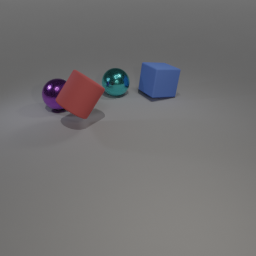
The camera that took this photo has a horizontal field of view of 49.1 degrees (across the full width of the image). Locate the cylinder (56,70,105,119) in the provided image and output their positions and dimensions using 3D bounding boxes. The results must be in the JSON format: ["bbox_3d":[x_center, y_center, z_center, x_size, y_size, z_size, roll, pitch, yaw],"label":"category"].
[{"bbox_3d":[-1.832,-1.287,10.785,1.400,1.400,1.400,32,6,-4],"label":"cylinder"}]

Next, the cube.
[{"bbox_3d":[1.524,-2.398,13.876,1.400,1.400,1.400,-6,27,-28],"label":"cube"}]

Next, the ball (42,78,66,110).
[{"bbox_3d":[-3.104,-1.493,12.449,1.400,1.400,1.400,0,29,0],"label":"ball"}]

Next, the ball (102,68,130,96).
[{"bbox_3d":[-0.613,-2.279,13.945,1.400,1.400,1.400,0,29,0],"label":"ball"}]
